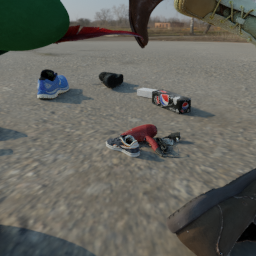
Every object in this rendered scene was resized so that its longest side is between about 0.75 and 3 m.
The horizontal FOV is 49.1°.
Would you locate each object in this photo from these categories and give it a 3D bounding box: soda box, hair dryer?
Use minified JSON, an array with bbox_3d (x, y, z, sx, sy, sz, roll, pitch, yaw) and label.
[{"bbox_3d":[1.646,-1.049,10.895,0.609,0.545,1.722,-12,24,-29],"label":"soda box"},{"bbox_3d":[0.599,0.263,7.627,1.670,0.454,1.272,5,23,16],"label":"hair dryer"}]

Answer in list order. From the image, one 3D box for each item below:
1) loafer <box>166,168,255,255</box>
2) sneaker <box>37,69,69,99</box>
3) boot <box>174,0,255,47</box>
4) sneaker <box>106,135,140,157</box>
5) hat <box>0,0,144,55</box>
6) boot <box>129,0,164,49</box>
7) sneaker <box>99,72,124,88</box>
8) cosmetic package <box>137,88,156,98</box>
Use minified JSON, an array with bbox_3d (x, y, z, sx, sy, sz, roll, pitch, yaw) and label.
[{"bbox_3d":[1.775,1.362,4.459,2.689,0.982,0.955,-13,62,-34],"label":"loafer"},{"bbox_3d":[-3.417,-2.169,12.954,1.027,1.165,2.614,2,21,4],"label":"sneaker"},{"bbox_3d":[2.653,-2.753,6.918,2.713,0.978,2.098,-4,44,-33],"label":"boot"},{"bbox_3d":[-0.138,0.374,7.360,1.125,0.447,0.441,16,28,39],"label":"sneaker"},{"bbox_3d":[-1.350,-1.683,5.186,2.188,2.486,2.059,40,2,4],"label":"hat"},{"bbox_3d":[0.974,-2.851,6.261,2.016,1.879,0.648,-9,39,14],"label":"boot"},{"bbox_3d":[-1.067,-2.549,14.664,1.231,0.709,2.360,9,18,21],"label":"sneaker"},{"bbox_3d":[1.056,-1.519,12.428,1.252,0.317,0.517,16,26,36],"label":"cosmetic package"}]
